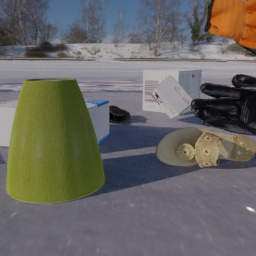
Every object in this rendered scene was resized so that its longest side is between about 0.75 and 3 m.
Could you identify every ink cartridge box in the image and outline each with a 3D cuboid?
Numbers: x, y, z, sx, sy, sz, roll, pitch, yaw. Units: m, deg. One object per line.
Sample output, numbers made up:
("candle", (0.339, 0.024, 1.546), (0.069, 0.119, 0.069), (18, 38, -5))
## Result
("ink cartridge box", (-2.028, -0.178, 7.632), (2.647, 1.137, 1.938), (2, 12, 14))
("ink cartridge box", (1.512, -1.043, 9.877), (0.689, 1.212, 1.664), (-40, -2, -1))

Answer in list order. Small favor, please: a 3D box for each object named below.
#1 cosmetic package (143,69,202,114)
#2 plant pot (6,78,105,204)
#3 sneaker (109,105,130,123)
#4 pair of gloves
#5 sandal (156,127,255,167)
("cosmetic package", (2.044, -1.736, 12.831), (1.857, 1.855, 2.251), (10, 18, 38))
("plant pot", (-1.290, 0.077, 4.941), (1.734, 1.853, 1.734), (0, 13, 0))
("sneaker", (-0.598, -0.515, 10.504), (0.908, 0.523, 1.740), (-5, 16, -42))
("pair of gloves", (2.557, -1.167, 5.553), (2.432, 2.730, 0.337), (6, 17, -4))
("sandal", (1.751, 0.401, 5.705), (2.246, 0.824, 0.739), (1, -1, -14))
